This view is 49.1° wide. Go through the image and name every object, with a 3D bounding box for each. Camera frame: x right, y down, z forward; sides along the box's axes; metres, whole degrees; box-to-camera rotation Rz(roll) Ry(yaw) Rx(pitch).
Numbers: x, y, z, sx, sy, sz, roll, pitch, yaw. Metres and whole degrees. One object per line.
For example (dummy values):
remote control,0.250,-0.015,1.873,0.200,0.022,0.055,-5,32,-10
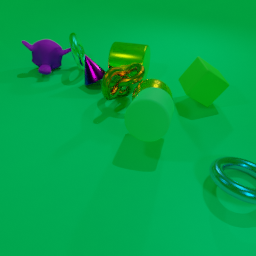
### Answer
monkey head,-3.195,-2.817,11.013,1.945,1.172,1.400,6,34,-13
ball,0.756,-0.909,8.744,1.262,1.262,1.262,0,40,0
cylinder,0.603,-0.390,7.551,1.172,1.172,1.172,9,25,11
cylinder,0.072,-2.543,10.643,1.324,1.324,1.324,10,41,13
ring,2.744,1.191,6.603,1.644,0.329,1.644,9,25,-4
knot shape,-0.141,-1.564,9.167,1.576,1.684,0.778,-32,84,7
cube,2.491,-1.527,9.316,1.033,1.033,1.033,25,31,-26
ring,-1.923,-2.974,10.918,0.296,1.478,1.478,-15,40,5
cone,-1.360,-2.235,10.256,1.000,1.003,1.000,-22,19,8
